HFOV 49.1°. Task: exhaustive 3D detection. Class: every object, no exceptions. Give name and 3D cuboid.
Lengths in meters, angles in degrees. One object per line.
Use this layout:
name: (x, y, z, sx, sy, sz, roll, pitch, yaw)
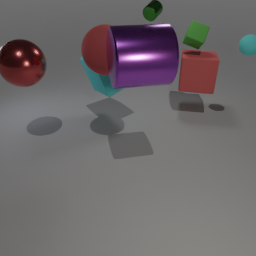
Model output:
cube: (-0.688, -2.206, 10.413, 1.400, 1.400, 1.400, -34, 33, -17)
cylinder: (1.138, -5.393, 12.866, 0.700, 0.700, 0.700, 20, 57, 30)
cylinder: (0.289, -1.664, 6.527, 1.400, 1.400, 1.400, -6, 30, -11)
cube: (2.854, -2.333, 11.492, 1.400, 1.400, 1.400, 6, 29, 9)
ball: (-0.625, -2.219, 7.999, 1.400, 1.400, 1.400, 0, 30, 0)
ball: (-3.162, -1.927, 8.380, 1.400, 1.400, 1.400, 0, 30, 0)
ball: (4.200, -2.861, 9.671, 0.700, 0.700, 0.700, 0, 30, 0)
cube: (2.616, -3.577, 10.797, 0.700, 0.700, 0.700, 21, -4, -1)
